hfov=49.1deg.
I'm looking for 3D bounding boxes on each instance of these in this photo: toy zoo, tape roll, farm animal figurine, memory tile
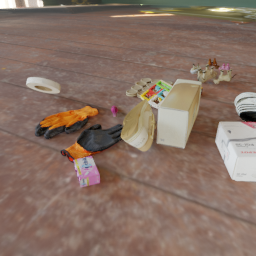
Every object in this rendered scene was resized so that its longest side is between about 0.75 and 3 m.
[{"bbox_3d":[1.251,-1.393,11.871,1.546,0.158,1.015,-39,55,-21],"label":"toy zoo"},{"bbox_3d":[-3.658,-1.839,12.196,1.462,0.267,1.462,9,-9,1],"label":"tape roll"},{"bbox_3d":[4.210,-2.671,14.003,1.712,0.903,1.731,-17,39,-5],"label":"farm animal figurine"},{"bbox_3d":[1.036,-1.846,13.126,1.722,0.189,2.247,12,33,23],"label":"memory tile"}]

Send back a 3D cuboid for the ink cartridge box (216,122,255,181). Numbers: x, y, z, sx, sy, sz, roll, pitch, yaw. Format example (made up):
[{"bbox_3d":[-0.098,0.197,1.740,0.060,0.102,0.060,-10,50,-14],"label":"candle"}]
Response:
[{"bbox_3d":[3.548,0.620,8.206,1.433,0.809,1.956,1,30,2],"label":"ink cartridge box"}]

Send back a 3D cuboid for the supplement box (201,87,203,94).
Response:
[{"bbox_3d":[2.937,-1.755,12.814,0.451,0.350,0.818,-23,37,-35],"label":"supplement box"}]

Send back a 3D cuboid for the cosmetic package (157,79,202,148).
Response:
[{"bbox_3d":[1.838,-0.603,9.773,0.958,1.417,2.695,11,33,18],"label":"cosmetic package"}]

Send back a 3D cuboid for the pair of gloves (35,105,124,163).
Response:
[{"bbox_3d":[-1.579,0.007,9.743,2.672,0.371,2.999,-26,40,-38],"label":"pair of gloves"}]

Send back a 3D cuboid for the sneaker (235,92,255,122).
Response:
[{"bbox_3d":[5.482,-0.545,10.287,2.860,1.079,1.645,0,38,16],"label":"sneaker"}]

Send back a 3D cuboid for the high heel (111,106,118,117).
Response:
[{"bbox_3d":[-0.544,-0.792,11.076,0.289,0.411,0.857,0,30,1],"label":"high heel"}]

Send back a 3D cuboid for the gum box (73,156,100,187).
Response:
[{"bbox_3d":[-1.157,1.173,7.745,0.538,0.313,0.947,-10,31,-17],"label":"gum box"}]

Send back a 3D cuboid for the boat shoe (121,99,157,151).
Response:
[{"bbox_3d":[0.458,-0.089,9.344,0.960,1.023,2.775,45,26,-13],"label":"boat shoe"}]
